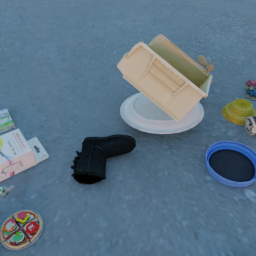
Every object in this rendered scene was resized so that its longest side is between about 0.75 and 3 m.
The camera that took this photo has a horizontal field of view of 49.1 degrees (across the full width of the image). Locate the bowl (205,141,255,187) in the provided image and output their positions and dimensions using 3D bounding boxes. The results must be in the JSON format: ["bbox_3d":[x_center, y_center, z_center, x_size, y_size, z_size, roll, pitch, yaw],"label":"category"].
[{"bbox_3d":[3.211,1.091,8.606,1.669,0.328,1.669,0,43,0],"label":"bowl"}]

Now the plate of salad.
[{"bbox_3d":[1.200,-0.559,10.077,2.964,0.712,2.964,-2,35,1],"label":"plate of salad"}]

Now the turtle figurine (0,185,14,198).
[{"bbox_3d":[-3.222,1.989,6.176,1.132,2.249,1.683,11,38,-9],"label":"turtle figurine"}]

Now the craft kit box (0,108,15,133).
[{"bbox_3d":[-4.732,-0.203,10.077,1.054,0.256,1.041,-22,45,-22],"label":"craft kit box"}]

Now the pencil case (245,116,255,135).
[{"bbox_3d":[4.882,-0.146,9.697,1.638,0.637,0.733,-7,21,-8],"label":"pencil case"}]

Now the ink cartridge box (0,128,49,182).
[{"bbox_3d":[-3.679,0.807,8.630,2.102,0.709,1.224,-26,49,-25],"label":"ink cartridge box"}]

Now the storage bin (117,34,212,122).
[{"bbox_3d":[1.242,-1.738,8.814,2.491,1.176,2.509,40,30,0],"label":"storage bin"}]

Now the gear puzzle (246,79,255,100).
[{"bbox_3d":[6.156,-1.464,11.342,2.620,0.343,1.357,12,44,13],"label":"gear puzzle"}]

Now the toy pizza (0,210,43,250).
[{"bbox_3d":[-2.729,2.547,7.146,1.093,0.173,1.093,0,43,0],"label":"toy pizza"}]

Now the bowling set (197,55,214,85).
[{"bbox_3d":[2.882,-1.792,11.132,1.351,1.942,1.042,11,38,-41],"label":"bowling set"}]

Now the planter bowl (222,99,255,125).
[{"bbox_3d":[4.203,-0.715,10.404,1.285,0.535,1.285,0,43,0],"label":"planter bowl"}]

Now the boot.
[{"bbox_3d":[-0.737,0.937,8.503,1.886,0.698,1.546,-2,40,9],"label":"boot"}]
